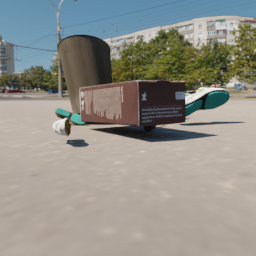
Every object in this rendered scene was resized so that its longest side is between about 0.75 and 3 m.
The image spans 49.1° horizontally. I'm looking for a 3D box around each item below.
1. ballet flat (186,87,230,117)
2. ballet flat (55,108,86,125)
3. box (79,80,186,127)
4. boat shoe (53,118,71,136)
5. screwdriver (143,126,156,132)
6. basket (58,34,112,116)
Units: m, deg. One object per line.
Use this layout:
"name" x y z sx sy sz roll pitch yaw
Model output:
"ballet flat" 2.481 -1.027 9.879 2.528 0.878 0.878 -19 15 -25
"ballet flat" -1.944 -0.321 9.461 1.123 0.381 0.406 20 -31 -1
"box" -0.010 -0.659 7.519 1.480 1.108 2.956 -5 5 -33
"boat shoe" -1.403 0.000 5.882 0.354 0.361 1.020 4 -7 -8
"screwdriver" 0.874 -0.181 8.644 0.317 0.304 2.182 20 15 17
"basket" -1.394 -1.686 10.296 1.778 2.614 2.357 -14 -12 22
